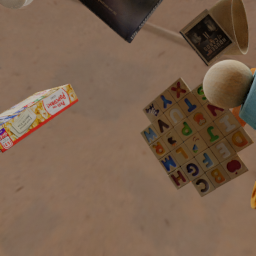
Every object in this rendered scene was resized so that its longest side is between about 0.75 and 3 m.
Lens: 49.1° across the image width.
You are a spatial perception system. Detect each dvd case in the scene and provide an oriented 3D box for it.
[{"bbox_3d":[1.720,-1.958,6.089,0.750,0.123,0.998,-39,89,5],"label":"dvd case"}]

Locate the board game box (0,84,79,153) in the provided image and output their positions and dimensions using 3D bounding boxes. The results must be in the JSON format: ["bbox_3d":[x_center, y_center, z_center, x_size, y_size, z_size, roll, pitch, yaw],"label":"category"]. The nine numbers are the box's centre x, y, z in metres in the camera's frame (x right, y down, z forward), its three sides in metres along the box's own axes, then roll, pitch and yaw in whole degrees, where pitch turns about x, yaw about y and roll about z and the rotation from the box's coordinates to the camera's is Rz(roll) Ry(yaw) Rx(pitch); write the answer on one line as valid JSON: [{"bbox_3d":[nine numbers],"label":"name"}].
[{"bbox_3d":[-1.463,-0.152,3.905,0.973,0.297,1.284,-3,31,45],"label":"board game box"}]

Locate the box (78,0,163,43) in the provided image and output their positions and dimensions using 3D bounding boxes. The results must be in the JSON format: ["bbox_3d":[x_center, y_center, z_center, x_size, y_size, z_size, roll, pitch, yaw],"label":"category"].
[{"bbox_3d":[-0.151,-3.594,6.282,2.339,1.442,2.320,39,104,-7],"label":"box"}]

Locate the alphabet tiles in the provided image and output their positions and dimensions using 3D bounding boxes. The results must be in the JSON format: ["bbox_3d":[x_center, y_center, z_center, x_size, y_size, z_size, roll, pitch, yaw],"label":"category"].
[{"bbox_3d":[1.188,0.173,5.261,1.716,0.065,2.062,-40,76,28],"label":"alphabet tiles"}]

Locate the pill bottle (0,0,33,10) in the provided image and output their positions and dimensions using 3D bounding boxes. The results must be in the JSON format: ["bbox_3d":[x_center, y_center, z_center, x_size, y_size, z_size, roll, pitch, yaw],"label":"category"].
[{"bbox_3d":[-2.111,-2.859,5.450,0.750,0.750,1.380,-2,44,-1],"label":"pill bottle"}]

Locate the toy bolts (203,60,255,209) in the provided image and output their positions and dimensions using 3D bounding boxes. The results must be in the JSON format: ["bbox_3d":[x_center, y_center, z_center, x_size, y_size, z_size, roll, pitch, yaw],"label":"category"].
[{"bbox_3d":[1.897,-0.054,4.371,1.733,2.498,2.386,22,86,16],"label":"toy bolts"}]

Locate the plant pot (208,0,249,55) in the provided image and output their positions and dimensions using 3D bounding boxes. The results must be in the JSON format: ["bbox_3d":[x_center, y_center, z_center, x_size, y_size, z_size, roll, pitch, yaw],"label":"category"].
[{"bbox_3d":[2.252,-2.369,6.740,0.928,1.382,1.382,-5,55,38],"label":"plant pot"}]
